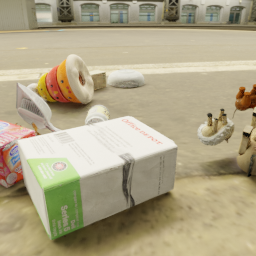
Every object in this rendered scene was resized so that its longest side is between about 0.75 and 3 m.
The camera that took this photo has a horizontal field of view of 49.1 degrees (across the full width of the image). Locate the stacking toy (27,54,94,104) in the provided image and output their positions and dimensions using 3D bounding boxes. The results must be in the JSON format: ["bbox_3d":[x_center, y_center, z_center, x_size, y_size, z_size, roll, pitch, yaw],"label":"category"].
[{"bbox_3d":[-2.950,-1.668,11.443,2.741,2.003,2.003,-15,21,16],"label":"stacking toy"}]

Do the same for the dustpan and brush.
[{"bbox_3d":[-2.537,-0.291,8.258,2.030,1.417,0.581,28,53,-4],"label":"dustpan and brush"}]

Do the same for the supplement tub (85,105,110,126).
[{"bbox_3d":[-0.951,-0.232,8.815,0.735,0.735,1.014,0,24,0],"label":"supplement tub"}]

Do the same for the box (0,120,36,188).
[{"bbox_3d":[-3.216,0.480,6.778,2.115,1.054,1.010,13,28,31],"label":"box"}]

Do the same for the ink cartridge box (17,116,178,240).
[{"bbox_3d":[-0.648,0.798,5.954,2.773,1.165,2.017,-14,27,-28],"label":"ink cartridge box"}]

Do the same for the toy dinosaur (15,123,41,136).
[{"bbox_3d":[-2.711,0.397,7.492,1.762,0.532,0.936,37,56,15],"label":"toy dinosaur"}]

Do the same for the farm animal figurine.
[{"bbox_3d":[3.667,0.277,6.991,2.898,1.528,2.930,-30,43,-28],"label":"farm animal figurine"}]

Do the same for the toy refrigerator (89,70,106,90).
[{"bbox_3d":[-2.004,-2.155,13.094,0.704,0.764,2.012,22,33,40],"label":"toy refrigerator"}]

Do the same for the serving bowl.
[{"bbox_3d":[-0.099,-2.612,14.280,1.937,0.637,1.937,0,23,0],"label":"serving bowl"}]
